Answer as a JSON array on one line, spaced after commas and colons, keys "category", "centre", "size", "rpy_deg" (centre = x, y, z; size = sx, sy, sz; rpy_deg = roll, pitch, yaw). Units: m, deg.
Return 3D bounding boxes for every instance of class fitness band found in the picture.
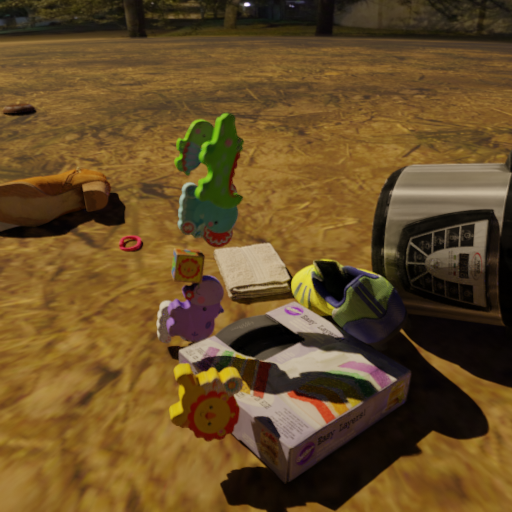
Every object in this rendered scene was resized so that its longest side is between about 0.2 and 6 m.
[{"category": "fitness band", "centre": [-2.407, -0.234, 10.709], "size": [0.393, 0.102, 0.547], "rpy_deg": [2, 28, -3]}]

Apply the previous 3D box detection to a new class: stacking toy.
[{"category": "stacking toy", "centre": [-0.573, 0.038, 6.447], "size": [0.762, 3.241, 2.444], "rpy_deg": [4, 13, -15]}]

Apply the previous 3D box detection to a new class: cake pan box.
[{"category": "cake pan box", "centre": [0.411, 1.462, 6.839], "size": [2.004, 0.569, 2.176], "rpy_deg": [-16, 31, -35]}]

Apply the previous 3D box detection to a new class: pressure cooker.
[{"category": "pressure cooker", "centre": [3.156, -0.207, 7.829], "size": [2.600, 2.287, 2.323], "rpy_deg": [6, 66, 32]}]

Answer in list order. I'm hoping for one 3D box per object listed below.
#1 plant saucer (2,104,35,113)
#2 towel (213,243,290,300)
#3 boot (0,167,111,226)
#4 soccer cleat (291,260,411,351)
[{"category": "plant saucer", "centre": [-8.867, -5.517, 20.881], "size": [1.165, 0.213, 1.165], "rpy_deg": [-4, 21, 1]}, {"category": "towel", "centre": [-0.095, 0.212, 9.612], "size": [1.080, 0.281, 1.630], "rpy_deg": [-6, 27, -13]}, {"category": "boot", "centre": [-4.540, -1.372, 12.240], "size": [2.654, 0.934, 1.900], "rpy_deg": [-5, 21, -18]}, {"category": "soccer cleat", "centre": [1.078, 0.383, 7.676], "size": [0.904, 1.169, 2.795], "rpy_deg": [-42, 17, -6]}]
